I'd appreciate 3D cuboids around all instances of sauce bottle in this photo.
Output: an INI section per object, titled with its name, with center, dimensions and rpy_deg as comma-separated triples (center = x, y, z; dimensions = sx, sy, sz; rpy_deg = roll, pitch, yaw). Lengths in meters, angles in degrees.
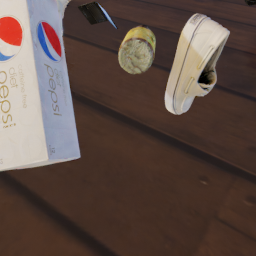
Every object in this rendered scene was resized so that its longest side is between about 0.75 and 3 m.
[sauce bottle]
center = 0.343, -2.463, 8.169
dimensions = 0.947, 0.947, 2.925
rpy_deg = 4, 32, 5

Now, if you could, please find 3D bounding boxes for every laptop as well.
[laptop]
center = -0.912, -3.361, 8.570
dimensions = 1.006, 0.891, 0.519
rpy_deg = -6, 70, 21

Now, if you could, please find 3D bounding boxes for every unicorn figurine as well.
[unicorn figurine]
center = -1.756, -2.724, 6.769
dimensions = 0.601, 1.627, 1.118
rpy_deg = 33, 36, 10

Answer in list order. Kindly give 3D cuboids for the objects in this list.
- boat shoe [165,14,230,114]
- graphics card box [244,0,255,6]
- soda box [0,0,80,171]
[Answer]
[boat shoe]
center = 1.351, -1.008, 5.496
dimensions = 0.787, 2.395, 0.862
rpy_deg = 36, 56, 22
[graphics card box]
center = 3.590, -4.035, 6.901
dimensions = 1.125, 1.793, 0.456
rpy_deg = 10, 3, 35
[soda box]
center = -1.408, -0.736, 3.984
dimensions = 0.868, 2.550, 0.812
rpy_deg = -12, -7, 19
